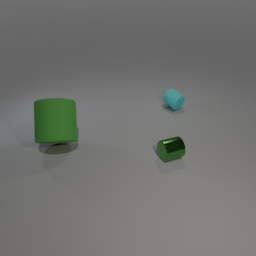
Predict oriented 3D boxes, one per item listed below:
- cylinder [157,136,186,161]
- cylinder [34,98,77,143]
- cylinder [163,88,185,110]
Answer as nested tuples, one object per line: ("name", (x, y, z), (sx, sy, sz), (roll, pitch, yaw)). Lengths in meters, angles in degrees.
("cylinder", (1.416, 0.682, 9.223), (0.700, 0.700, 0.700), (-13, 32, -20))
("cylinder", (-2.458, -0.213, 9.540), (1.400, 1.400, 1.400), (-3, -4, 0))
("cylinder", (2.021, -1.275, 12.361), (0.700, 0.700, 0.700), (-22, 51, -33))
